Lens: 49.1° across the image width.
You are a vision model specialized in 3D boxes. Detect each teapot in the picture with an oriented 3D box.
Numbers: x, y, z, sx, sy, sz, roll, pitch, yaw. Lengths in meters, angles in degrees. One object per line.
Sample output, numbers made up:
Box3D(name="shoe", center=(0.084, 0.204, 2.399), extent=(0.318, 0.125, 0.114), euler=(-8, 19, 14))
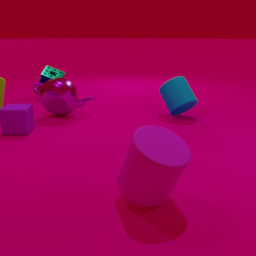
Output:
Box3D(name="teapot", center=(-2.145, -1.067, 9.164), extent=(2.093, 1.301, 1.025), euler=(17, 47, 2))

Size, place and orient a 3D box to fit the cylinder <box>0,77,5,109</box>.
Box3D(name="cylinder", center=(-4.608, -1.052, 8.917), extent=(1.188, 1.188, 1.188), euler=(5, -2, 0))

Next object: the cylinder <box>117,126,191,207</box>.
Box3D(name="cylinder", center=(0.398, 0.616, 4.579), extent=(0.960, 0.960, 0.960), euler=(14, 36, -10))

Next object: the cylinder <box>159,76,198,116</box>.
Box3D(name="cylinder", center=(1.630, -1.034, 9.131), extent=(0.950, 0.950, 0.950), euler=(-22, -17, -7))

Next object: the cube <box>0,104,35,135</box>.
Box3D(name="cube", center=(-3.081, -0.251, 7.826), extent=(0.715, 0.715, 0.715), euler=(-1, 18, -3))

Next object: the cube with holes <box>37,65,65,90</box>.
Box3D(name="cube with holes", center=(-3.260, -2.004, 11.929), extent=(0.816, 0.816, 0.816), euler=(20, 38, -11))
